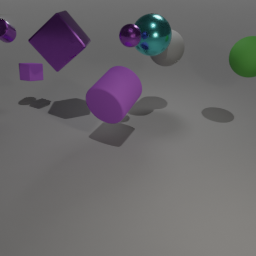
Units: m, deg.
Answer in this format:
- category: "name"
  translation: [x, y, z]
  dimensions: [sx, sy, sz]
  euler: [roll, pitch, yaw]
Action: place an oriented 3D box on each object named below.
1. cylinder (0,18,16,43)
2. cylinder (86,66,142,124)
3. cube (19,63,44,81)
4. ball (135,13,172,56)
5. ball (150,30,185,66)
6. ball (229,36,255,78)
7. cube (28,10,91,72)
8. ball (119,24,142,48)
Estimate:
- category: "cylinder"
  translation: [-4.660, -3.627, 10.459]
  dimensions: [0.700, 0.700, 0.700]
  euler: [3, 0, 5]
- category: "cylinder"
  translation: [-0.442, -1.096, 9.196]
  dimensions: [1.400, 1.400, 1.400]
  euler: [14, 46, 24]
- category: "cube"
  translation: [-4.081, -2.372, 11.815]
  dimensions: [0.700, 0.700, 0.700]
  euler: [12, 19, 33]
- category: "ball"
  translation: [0.811, -3.212, 9.699]
  dimensions: [1.400, 1.400, 1.400]
  euler: [0, 29, 0]
- category: "ball"
  translation: [1.492, -3.117, 10.916]
  dimensions: [1.400, 1.400, 1.400]
  euler: [0, 29, 0]
- category: "ball"
  translation: [4.254, -2.467, 9.747]
  dimensions: [1.400, 1.400, 1.400]
  euler: [0, 29, 0]
- category: "cube"
  translation: [-2.364, -3.105, 9.950]
  dimensions: [1.400, 1.400, 1.400]
  euler: [-36, 20, 17]
- category: "ball"
  translation: [0.072, -2.837, 8.614]
  dimensions: [0.700, 0.700, 0.700]
  euler: [0, 29, 0]
